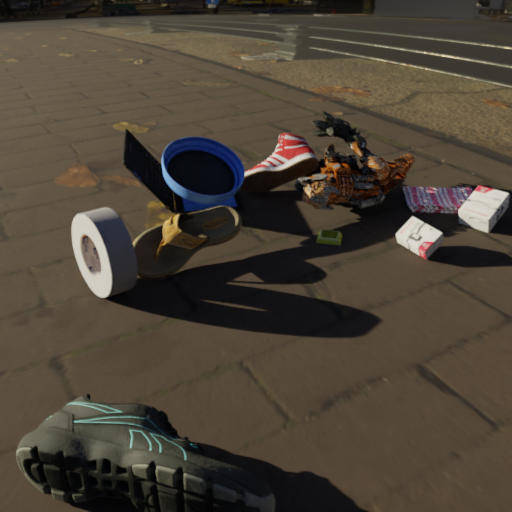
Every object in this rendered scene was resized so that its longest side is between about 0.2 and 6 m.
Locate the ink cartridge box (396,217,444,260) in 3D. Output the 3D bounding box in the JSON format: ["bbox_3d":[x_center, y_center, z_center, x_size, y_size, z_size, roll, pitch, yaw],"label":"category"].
[{"bbox_3d":[3.433,-0.385,11.791,0.577,0.331,0.795,-45,52,-9],"label":"ink cartridge box"}]

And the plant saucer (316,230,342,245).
[{"bbox_3d":[1.625,-0.431,12.420,0.533,0.128,0.532,6,31,11],"label":"plant saucer"}]

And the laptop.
[{"bbox_3d":[-1.899,-2.219,14.163,1.429,2.767,2.453,-38,30,10],"label":"laptop"}]

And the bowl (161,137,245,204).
[{"bbox_3d":[-1.219,-1.935,12.725,1.898,0.373,1.898,11,50,-13],"label":"bowl"}]

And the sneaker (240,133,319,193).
[{"bbox_3d":[0.454,-2.461,14.685,2.149,0.766,1.209,-17,53,1],"label":"sneaker"}]

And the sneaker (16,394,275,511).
[{"bbox_3d":[-1.228,2.334,6.620,3.150,1.188,1.248,10,30,16],"label":"sneaker"}]

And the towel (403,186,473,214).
[{"bbox_3d":[4.641,-1.452,14.050,1.766,0.264,1.293,2,30,3],"label":"towel"}]

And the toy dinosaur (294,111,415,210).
[{"bbox_3d":[2.469,-2.035,14.124,3.857,1.970,2.618,3,35,-45],"label":"toy dinosaur"}]

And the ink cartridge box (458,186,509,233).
[{"bbox_3d":[5.266,-1.087,12.974,0.747,0.429,1.028,25,58,36],"label":"ink cartridge box"}]

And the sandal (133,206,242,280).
[{"bbox_3d":[-1.390,-0.449,11.334,2.653,0.717,1.066,-27,70,-27],"label":"sandal"}]

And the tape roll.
[{"bbox_3d":[-2.801,-0.056,10.276,0.529,1.600,1.600,-21,36,-35],"label":"tape roll"}]
